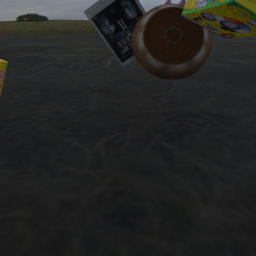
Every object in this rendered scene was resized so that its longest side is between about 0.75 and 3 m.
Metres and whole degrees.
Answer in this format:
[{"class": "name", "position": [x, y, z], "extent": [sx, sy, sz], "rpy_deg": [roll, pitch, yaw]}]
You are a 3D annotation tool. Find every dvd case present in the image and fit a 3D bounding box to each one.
[{"class": "dvd case", "position": [-0.115, -3.135, 8.669], "extent": [1.560, 2.076, 0.257], "rpy_deg": [-29, 27, 17]}]

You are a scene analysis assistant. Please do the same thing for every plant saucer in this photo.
[{"class": "plant saucer", "position": [1.181, -2.370, 7.406], "extent": [2.167, 2.167, 0.396], "rpy_deg": [1, -6, 3]}]

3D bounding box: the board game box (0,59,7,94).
[{"class": "board game box", "position": [-4.441, -1.572, 7.405], "extent": [2.555, 1.220, 0.383], "rpy_deg": [22, 14, 14]}]

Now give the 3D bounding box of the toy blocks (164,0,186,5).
[{"class": "toy blocks", "position": [1.773, -3.657, 9.357], "extent": [1.461, 1.316, 1.564], "rpy_deg": [18, 47, 2]}]

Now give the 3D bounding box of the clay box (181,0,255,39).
[{"class": "clay box", "position": [2.097, -2.217, 5.315], "extent": [1.278, 0.529, 2.224], "rpy_deg": [18, 10, -19]}]
